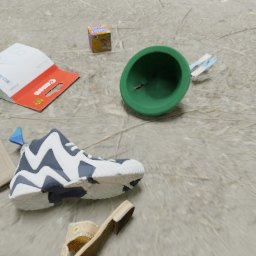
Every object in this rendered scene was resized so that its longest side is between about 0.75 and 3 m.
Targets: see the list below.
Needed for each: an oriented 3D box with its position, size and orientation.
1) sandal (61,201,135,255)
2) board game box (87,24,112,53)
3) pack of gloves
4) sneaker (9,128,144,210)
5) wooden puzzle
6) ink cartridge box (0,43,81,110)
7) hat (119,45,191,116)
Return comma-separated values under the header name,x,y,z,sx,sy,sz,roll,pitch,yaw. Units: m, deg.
name,x,y,z,sx,sy,sz,roll,pitch,yaw
sandal,-0.814,2.074,5.436,0.731,0.815,2.224,31,43,25
board game box,-1.154,-3.628,11.357,0.793,0.792,0.793,-12,45,-13
pack of gloves,2.538,-2.271,9.785,1.026,0.202,0.862,-36,32,2
sneaker,-1.203,0.680,6.571,2.932,1.170,1.908,-14,53,0
wooden puzzle,-3.639,1.011,6.817,2.556,0.299,1.724,-26,53,-15
ink cartridge box,-3.478,-1.853,9.588,2.907,0.687,2.327,18,47,20
hat,1.116,-1.371,9.431,2.141,2.275,2.585,27,86,19
